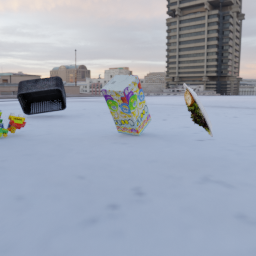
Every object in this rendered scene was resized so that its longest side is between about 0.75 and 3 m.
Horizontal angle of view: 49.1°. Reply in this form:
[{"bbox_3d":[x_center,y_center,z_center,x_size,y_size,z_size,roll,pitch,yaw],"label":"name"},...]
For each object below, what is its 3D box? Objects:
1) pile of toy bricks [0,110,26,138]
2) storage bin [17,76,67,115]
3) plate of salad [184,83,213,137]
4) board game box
[{"bbox_3d":[-2.904,0.003,6.098,1.225,0.680,0.605,8,36,-36],"label":"pile of toy bricks"},{"bbox_3d":[-3.228,-1.222,10.609,1.640,1.109,0.769,-8,47,-5],"label":"storage bin"},{"bbox_3d":[0.937,-0.230,3.901,0.203,0.845,0.845,-28,5,8],"label":"plate of salad"},{"bbox_3d":[-0.004,-0.506,6.325,0.631,1.225,0.642,8,45,34],"label":"board game box"}]
